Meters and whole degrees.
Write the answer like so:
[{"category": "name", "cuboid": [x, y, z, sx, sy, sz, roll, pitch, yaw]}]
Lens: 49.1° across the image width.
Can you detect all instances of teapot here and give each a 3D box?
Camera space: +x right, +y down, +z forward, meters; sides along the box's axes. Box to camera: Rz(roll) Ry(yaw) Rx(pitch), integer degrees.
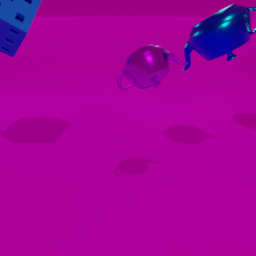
[{"category": "teapot", "cuboid": [0.340, -0.861, 4.108, 1.128, 0.552, 0.701, -27, -11, -11]}, {"category": "teapot", "cuboid": [1.748, -1.707, 5.375, 1.890, 0.926, 1.175, -22, 13, 32]}]

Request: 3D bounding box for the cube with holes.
[{"category": "cube with holes", "cuboid": [-2.385, -2.305, 5.186, 1.210, 1.210, 1.210, 24, -21, -28]}]
